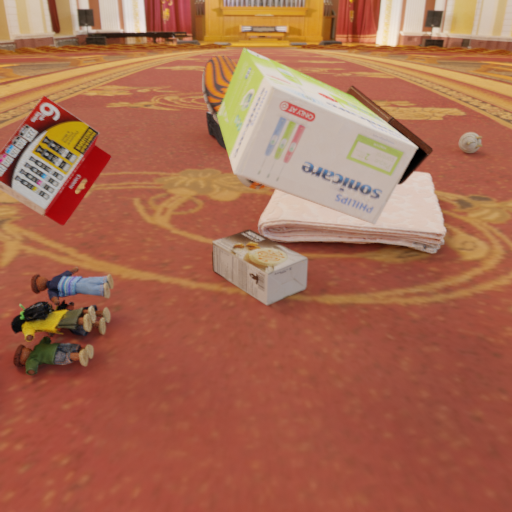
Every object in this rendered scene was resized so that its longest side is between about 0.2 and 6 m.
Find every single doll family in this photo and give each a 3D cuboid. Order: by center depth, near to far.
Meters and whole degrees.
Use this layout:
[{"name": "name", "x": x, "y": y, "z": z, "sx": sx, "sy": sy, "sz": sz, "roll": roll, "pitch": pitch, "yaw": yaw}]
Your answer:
[{"name": "doll family", "x": -3.071, "y": 0.906, "z": 8.695, "sx": 1.311, "sy": 0.890, "sz": 2.268, "roll": -3, "pitch": 21, "yaw": 4}]

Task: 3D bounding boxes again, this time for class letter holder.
[{"name": "letter holder", "x": 1.656, "y": -1.661, "z": 8.612, "sx": 0.871, "sy": 1.232, "sz": 1.733, "roll": 29, "pitch": 21, "yaw": -26}]

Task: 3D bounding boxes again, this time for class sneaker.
[{"name": "sneaker", "x": -0.105, "y": -2.653, "z": 10.077, "sx": 1.042, "sy": 2.687, "sz": 1.505, "roll": -21, "pitch": -7, "yaw": -20}, {"name": "sneaker", "x": -0.857, "y": -4.515, "z": 19.392, "sx": 1.286, "sy": 1.100, "sz": 3.136, "roll": -10, "pitch": 29, "yaw": -13}]

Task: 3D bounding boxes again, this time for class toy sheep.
[{"name": "toy sheep", "x": 6.918, "y": -3.651, "z": 18.090, "sx": 0.736, "sy": 0.736, "sz": 1.067, "roll": 11, "pitch": 10, "yaw": 22}]

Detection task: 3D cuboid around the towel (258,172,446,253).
[{"name": "towel", "x": 2.293, "y": -1.241, "z": 13.234, "sx": 3.871, "sy": 0.653, "sz": 4.053, "roll": 6, "pitch": 27, "yaw": 10}]

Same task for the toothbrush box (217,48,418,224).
[{"name": "toothbrush box", "x": 0.577, "y": -1.543, "z": 6.839, "sx": 1.752, "sy": 1.036, "sz": 2.406, "roll": 18, "pitch": 25, "yaw": -17}]

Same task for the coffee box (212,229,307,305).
[{"name": "coffee box", "x": 0.035, "y": 0.165, "z": 10.310, "sx": 0.951, "sy": 0.663, "sz": 1.662, "roll": -19, "pitch": 32, "yaw": -33}]

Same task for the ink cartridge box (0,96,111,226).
[{"name": "ink cartridge box", "x": -2.875, "y": -1.317, "z": 7.954, "sx": 1.205, "sy": 1.372, "sz": 0.575, "roll": 33, "pitch": -17, "yaw": -15}]
